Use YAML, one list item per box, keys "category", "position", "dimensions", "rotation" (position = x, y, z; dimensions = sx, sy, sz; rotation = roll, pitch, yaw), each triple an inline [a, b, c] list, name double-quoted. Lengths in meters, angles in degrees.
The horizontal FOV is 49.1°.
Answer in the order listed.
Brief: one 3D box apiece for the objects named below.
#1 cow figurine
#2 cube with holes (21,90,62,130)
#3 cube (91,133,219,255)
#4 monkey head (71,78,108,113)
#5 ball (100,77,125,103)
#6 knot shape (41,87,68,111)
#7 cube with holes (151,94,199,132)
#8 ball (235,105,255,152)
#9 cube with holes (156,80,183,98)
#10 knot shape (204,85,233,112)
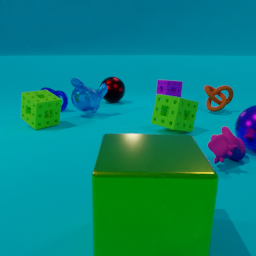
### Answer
- category: "cow figurine"
  position: [2.149, 0.449, 5.979]
  dimensions: [1.082, 0.594, 1.065]
  rotation: [34, 29, -21]
- category: "cube with holes"
  position: [-2.745, -0.603, 8.832]
  dimensions: [0.873, 0.873, 0.873]
  rotation: [31, 31, 33]
- category: "cube"
  position: [0.262, 0.857, 3.480]
  dimensions: [1.258, 1.258, 1.258]
  rotation: [1, 17, 0]
- category: "monkey head"
  position: [-1.433, -1.201, 10.223]
  dimensions: [1.070, 1.776, 1.278]
  rotation: [26, 65, 20]
- category: "ball"
  position: [-0.700, -1.734, 12.662]
  dimensions: [1.171, 1.171, 1.171]
  rotation: [0, 16, 0]
- category: "knot shape"
  position: [-3.074, -1.026, 10.965]
  dimensions: [1.284, 0.593, 1.202]
  rotation: [33, 63, 26]
- category: "cube with holes"
  position: [1.379, -0.446, 8.290]
  dimensions: [0.899, 0.899, 0.899]
  rotation: [6, 8, -42]
- category: "ball"
  position: [3.165, 0.009, 6.712]
  dimensions: [1.141, 1.141, 1.141]
  rotation: [0, 16, 0]
- category: "cube with holes"
  position: [1.763, -1.645, 12.025]
  dimensions: [0.781, 0.781, 0.781]
  rotation: [-1, 12, -25]
- category: "knot shape"
  position: [3.422, -1.118, 10.739]
  dimensions: [1.194, 1.117, 0.552]
  rotation: [16, -21, 4]
